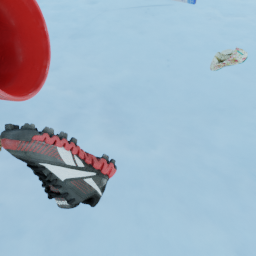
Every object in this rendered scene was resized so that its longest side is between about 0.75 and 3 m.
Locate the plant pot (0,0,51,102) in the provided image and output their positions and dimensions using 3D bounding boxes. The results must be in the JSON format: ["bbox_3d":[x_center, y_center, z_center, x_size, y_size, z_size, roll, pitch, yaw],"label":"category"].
[{"bbox_3d":[-2.773,-1.524,5.105,1.886,2.132,2.132,0,41,19],"label":"plant pot"}]

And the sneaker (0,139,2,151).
[{"bbox_3d":[-2.374,-0.560,2.848,1.457,2.590,0.923,39,66,21],"label":"sneaker"}]

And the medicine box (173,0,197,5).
[{"bbox_3d":[1.305,-3.806,7.181,1.104,1.006,0.568,16,80,13],"label":"medicine box"}]

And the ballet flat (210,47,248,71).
[{"bbox_3d":[2.300,-1.670,6.645,0.398,1.245,0.471,37,78,-17],"label":"ballet flat"}]

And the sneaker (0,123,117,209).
[{"bbox_3d":[-0.840,0.540,3.484,0.609,1.723,0.842,2,67,40],"label":"sneaker"}]
